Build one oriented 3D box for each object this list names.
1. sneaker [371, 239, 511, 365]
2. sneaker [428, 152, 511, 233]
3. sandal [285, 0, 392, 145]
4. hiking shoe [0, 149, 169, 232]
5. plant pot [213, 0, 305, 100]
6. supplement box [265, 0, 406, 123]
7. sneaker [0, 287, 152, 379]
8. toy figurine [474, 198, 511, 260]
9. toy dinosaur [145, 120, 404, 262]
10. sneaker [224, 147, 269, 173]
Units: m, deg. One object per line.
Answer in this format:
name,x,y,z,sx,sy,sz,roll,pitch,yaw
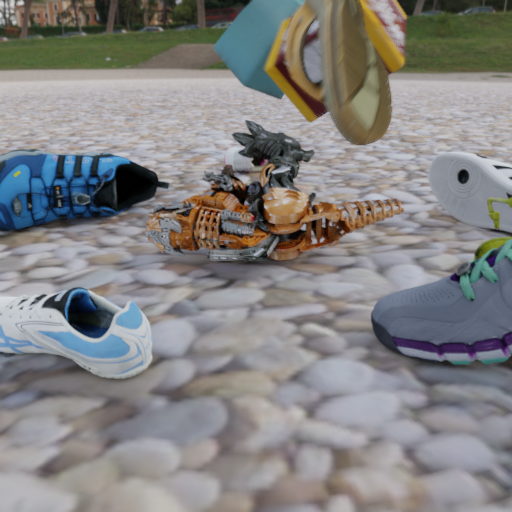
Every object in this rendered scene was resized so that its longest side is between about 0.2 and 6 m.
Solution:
sneaker,2.622,0.033,5.080,3.383,1.481,1.259,-10,23,25
sneaker,4.493,-0.974,9.394,1.692,1.105,3.025,-9,30,-30
sandal,0.527,-1.621,4.297,0.595,0.885,2.203,-27,51,27
hiking shoe,-3.105,-1.195,9.452,1.488,1.277,3.432,11,24,29
plant pot,0.315,-4.160,10.683,1.217,1.722,1.217,-1,49,-50
supplement box,1.247,-3.261,8.541,1.679,1.115,1.656,-25,35,36
sneaker,-1.984,0.609,5.500,2.193,0.795,0.788,7,23,21
toy figurine,3.575,0.157,6.177,2.374,1.252,1.422,9,30,27
toy dinosaur,0.243,-0.566,8.158,3.444,1.759,2.337,16,34,-11
sneaker,0.065,-2.370,13.413,0.790,0.728,1.790,16,35,34
